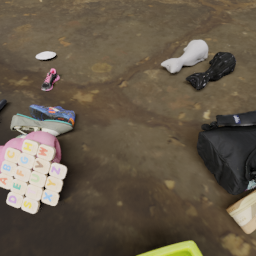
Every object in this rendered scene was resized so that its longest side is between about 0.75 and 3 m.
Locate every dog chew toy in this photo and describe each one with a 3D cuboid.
[{"bbox_3d":[-3.480,0.928,9.357,2.325,1.448,1.448,-11,45,1],"label":"dog chew toy"}]

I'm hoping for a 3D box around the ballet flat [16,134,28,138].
[{"bbox_3d":[-3.521,0.479,10.288,1.530,0.568,0.568,3,45,5],"label":"ballet flat"}]

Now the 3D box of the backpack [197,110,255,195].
[{"bbox_3d":[3.995,0.688,9.196,2.971,1.881,2.480,-19,61,-18],"label":"backpack"}]

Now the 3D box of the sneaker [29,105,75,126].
[{"bbox_3d":[-3.045,-0.537,11.332,2.001,0.754,0.785,17,40,4],"label":"sneaker"}]

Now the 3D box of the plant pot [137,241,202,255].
[{"bbox_3d":[0.695,4.032,5.698,2.286,2.075,2.275,-13,46,-12],"label":"plant pot"}]

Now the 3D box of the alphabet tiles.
[{"bbox_3d":[-2.952,1.468,8.518,2.076,2.122,0.155,18,3,10],"label":"alphabet tiles"}]

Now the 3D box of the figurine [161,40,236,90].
[{"bbox_3d":[3.298,-3.022,13.544,2.623,1.157,2.688,-33,53,-24],"label":"figurine"}]

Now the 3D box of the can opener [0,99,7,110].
[{"bbox_3d":[-5.538,-0.584,11.524,0.547,0.678,1.725,-27,32,30],"label":"can opener"}]

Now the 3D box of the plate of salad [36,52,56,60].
[{"bbox_3d":[-4.339,-3.795,14.836,1.045,0.251,1.045,-2,35,2],"label":"plate of salad"}]

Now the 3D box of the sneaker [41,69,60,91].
[{"bbox_3d":[-3.670,-2.277,13.047,0.526,0.635,1.332,11,47,9],"label":"sneaker"}]

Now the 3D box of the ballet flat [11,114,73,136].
[{"bbox_3d":[-3.334,0.046,10.756,2.477,0.835,0.789,10,73,11],"label":"ballet flat"}]

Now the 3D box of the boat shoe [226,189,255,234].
[{"bbox_3d":[4.293,2.156,8.423,2.941,1.048,0.949,-23,64,-21],"label":"boat shoe"}]
